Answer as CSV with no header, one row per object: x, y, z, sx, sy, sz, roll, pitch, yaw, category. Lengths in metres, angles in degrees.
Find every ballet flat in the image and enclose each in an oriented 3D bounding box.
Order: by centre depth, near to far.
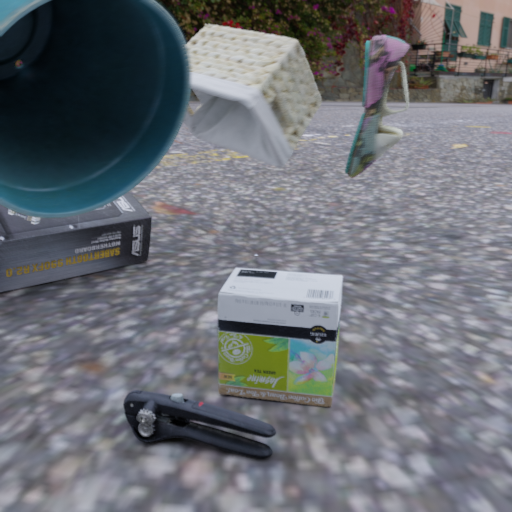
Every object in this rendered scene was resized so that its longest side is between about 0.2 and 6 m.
1.644,-1.884,7.405,0.678,1.905,0.658,11,28,11,ballet flat

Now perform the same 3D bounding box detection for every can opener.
-0.416,1.170,3.982,1.150,0.365,0.452,6,19,19,can opener

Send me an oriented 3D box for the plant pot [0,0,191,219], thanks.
-2.036,-1.760,5.138,2.113,2.113,1.985,-19,51,-44,plant pot

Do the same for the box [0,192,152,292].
-3.304,-0.839,7.836,2.542,0.776,3.210,-15,42,-34,box

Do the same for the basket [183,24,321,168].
-0.216,-2.449,8.388,2.081,1.411,1.284,27,73,36,basket

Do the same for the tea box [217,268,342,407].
0.208,0.650,4.635,0.944,0.929,0.631,3,19,10,tea box
